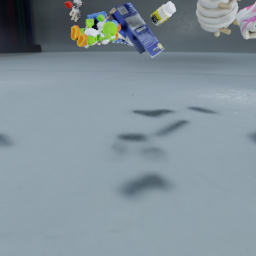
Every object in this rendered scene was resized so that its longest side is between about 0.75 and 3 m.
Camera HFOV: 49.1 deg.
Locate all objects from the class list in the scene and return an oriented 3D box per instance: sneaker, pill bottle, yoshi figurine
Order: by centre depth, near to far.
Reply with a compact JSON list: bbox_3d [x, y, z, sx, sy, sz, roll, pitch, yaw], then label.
[{"bbox_3d":[-0.686,-2.201,6.409,1.127,0.633,0.631,-20,19,-41],"label":"yoshi figurine"},{"bbox_3d":[3.643,-2.982,7.331,0.819,0.888,2.012,-8,-6,-8],"label":"sneaker"},{"bbox_3d":[-0.032,-3.939,11.406,1.650,0.953,0.667,6,33,-3],"label":"sneaker"},{"bbox_3d":[1.531,-4.968,12.158,1.009,0.576,0.576,-24,-2,43],"label":"pill bottle"}]

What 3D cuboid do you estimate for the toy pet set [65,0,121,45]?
[{"bbox_3d":[-0.838,-3.333,8.577,1.689,0.897,1.577,27,-14,8],"label":"toy pet set"}]

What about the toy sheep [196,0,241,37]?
[{"bbox_3d":[2.831,-3.684,8.868,1.376,1.996,1.376,-7,53,10],"label":"toy sheep"}]

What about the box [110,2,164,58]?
[{"bbox_3d":[0.364,-3.423,9.940,0.339,2.094,1.268,-34,8,39],"label":"box"}]
